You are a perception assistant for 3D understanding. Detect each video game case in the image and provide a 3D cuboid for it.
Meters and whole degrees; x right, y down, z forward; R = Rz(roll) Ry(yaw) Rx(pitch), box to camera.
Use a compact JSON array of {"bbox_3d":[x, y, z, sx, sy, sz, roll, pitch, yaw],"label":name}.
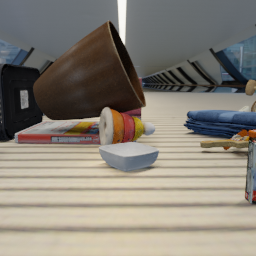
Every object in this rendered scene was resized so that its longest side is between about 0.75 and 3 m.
[{"bbox_3d":[-1.201,0.089,7.615,2.925,0.255,2.091,0,10,4],"label":"video game case"}]

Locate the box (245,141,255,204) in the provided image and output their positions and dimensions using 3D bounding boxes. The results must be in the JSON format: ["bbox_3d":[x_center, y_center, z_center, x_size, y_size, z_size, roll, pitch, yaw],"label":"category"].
[{"bbox_3d":[2.008,0.530,3.391,1.089,0.746,0.217,1,9,-1],"label":"box"}]

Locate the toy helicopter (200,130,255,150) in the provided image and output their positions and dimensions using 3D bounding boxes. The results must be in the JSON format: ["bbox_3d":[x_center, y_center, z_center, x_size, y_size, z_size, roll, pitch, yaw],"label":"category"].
[{"bbox_3d":[2.167,0.287,5.857,1.284,0.507,0.849,-4,9,11],"label":"toy helicopter"}]

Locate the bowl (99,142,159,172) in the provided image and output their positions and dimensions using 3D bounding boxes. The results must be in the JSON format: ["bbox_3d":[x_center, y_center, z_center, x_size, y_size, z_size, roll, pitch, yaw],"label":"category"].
[{"bbox_3d":[0.018,0.504,4.911,0.872,0.326,0.873,-7,10,-37],"label":"bowl"}]

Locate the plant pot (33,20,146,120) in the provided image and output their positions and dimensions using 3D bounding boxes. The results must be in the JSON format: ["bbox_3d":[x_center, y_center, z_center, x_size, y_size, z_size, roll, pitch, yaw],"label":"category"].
[{"bbox_3d":[-1.015,-1.074,6.800,2.290,2.140,2.140,-22,5,11],"label":"plant pot"}]

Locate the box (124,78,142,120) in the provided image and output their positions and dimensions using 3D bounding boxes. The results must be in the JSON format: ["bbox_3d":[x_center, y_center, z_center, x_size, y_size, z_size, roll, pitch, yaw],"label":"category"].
[{"bbox_3d":[-0.042,-0.953,9.892,0.892,1.637,1.046,-2,9,-10],"label":"box"}]

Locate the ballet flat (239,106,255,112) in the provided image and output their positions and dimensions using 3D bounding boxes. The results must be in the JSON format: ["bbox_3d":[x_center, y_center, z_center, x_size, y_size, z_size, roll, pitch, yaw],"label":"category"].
[{"bbox_3d":[4.278,-0.418,9.605,2.021,0.727,0.727,2,9,17],"label":"ballet flat"}]

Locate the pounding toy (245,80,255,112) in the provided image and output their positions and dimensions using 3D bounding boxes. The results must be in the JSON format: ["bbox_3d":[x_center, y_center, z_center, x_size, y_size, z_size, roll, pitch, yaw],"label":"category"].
[{"bbox_3d":[5.119,-0.660,9.699,2.390,1.366,1.371,22,14,13],"label":"pounding toy"}]

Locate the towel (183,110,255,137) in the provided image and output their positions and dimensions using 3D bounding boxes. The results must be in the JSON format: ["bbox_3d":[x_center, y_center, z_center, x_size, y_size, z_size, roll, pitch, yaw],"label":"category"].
[{"bbox_3d":[3.081,-0.090,7.571,1.567,0.681,2.807,-8,11,-44],"label":"towel"}]

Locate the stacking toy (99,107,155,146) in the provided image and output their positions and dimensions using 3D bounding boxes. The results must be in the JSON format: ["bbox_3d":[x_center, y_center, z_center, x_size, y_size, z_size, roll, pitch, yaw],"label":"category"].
[{"bbox_3d":[0.031,0.008,6.209,1.262,0.922,0.922,-1,9,-18],"label":"stacking toy"}]

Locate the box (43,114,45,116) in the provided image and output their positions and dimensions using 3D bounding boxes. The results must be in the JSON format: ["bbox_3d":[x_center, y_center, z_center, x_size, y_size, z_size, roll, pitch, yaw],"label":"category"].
[{"bbox_3d":[-4.477,-0.788,13.023,1.746,0.362,0.338,6,11,28],"label":"box"}]

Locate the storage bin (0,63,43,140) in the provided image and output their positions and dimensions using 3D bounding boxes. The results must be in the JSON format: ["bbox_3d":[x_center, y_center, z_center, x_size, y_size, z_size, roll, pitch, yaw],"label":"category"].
[{"bbox_3d":[-3.574,-0.814,8.106,1.331,1.919,2.839,0,9,1],"label":"storage bin"}]
